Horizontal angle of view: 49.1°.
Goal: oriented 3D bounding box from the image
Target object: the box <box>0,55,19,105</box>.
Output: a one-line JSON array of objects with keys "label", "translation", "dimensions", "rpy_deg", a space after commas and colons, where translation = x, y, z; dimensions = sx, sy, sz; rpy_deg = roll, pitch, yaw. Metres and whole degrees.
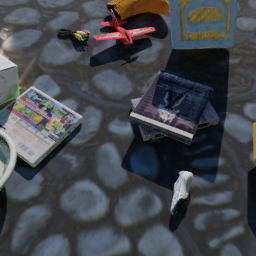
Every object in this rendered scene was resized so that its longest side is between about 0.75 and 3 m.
[{"label": "box", "translation": [-5.297, -1.559, 8.727], "dimensions": [2.429, 1.331, 2.753], "rpy_deg": [33, 43, 20]}]

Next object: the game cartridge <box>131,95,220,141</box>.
[{"label": "game cartridge", "translation": [1.460, -0.558, 9.019], "dimensions": [2.479, 0.476, 1.607], "rpy_deg": [-13, 58, -9]}]

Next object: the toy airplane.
[{"label": "toy airplane", "translation": [-0.324, -3.965, 11.433], "dimensions": [2.579, 0.474, 2.579], "rpy_deg": [3, 52, -4]}]

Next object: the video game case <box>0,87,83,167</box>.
[{"label": "video game case", "translation": [-2.983, -0.149, 8.801], "dimensions": [2.337, 0.269, 2.129], "rpy_deg": [30, 59, 21]}]

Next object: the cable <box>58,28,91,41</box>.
[{"label": "cable", "translation": [-2.183, -3.969, 11.506], "dimensions": [1.480, 0.372, 0.719], "rpy_deg": [27, 58, 18]}]

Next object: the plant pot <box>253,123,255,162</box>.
[{"label": "plant pot", "translation": [4.340, 0.401, 7.314], "dimensions": [1.382, 1.423, 1.391], "rpy_deg": [31, 51, -16]}]

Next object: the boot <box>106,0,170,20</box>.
[{"label": "boot", "translation": [0.409, -5.155, 12.172], "dimensions": [2.523, 0.888, 1.806], "rpy_deg": [36, 67, 28]}]

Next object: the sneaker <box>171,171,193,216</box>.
[{"label": "sneaker", "translation": [1.370, 1.717, 7.402], "dimensions": [0.445, 0.441, 1.228], "rpy_deg": [-4, 51, 45]}]

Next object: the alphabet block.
[{"label": "alphabet block", "translation": [2.738, -4.369, 10.040], "dimensions": [2.246, 2.258, 2.299], "rpy_deg": [3, 42, 15]}]

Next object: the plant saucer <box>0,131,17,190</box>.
[{"label": "plant saucer", "translation": [-4.330, 1.212, 7.408], "dimensions": [2.876, 0.722, 2.876], "rpy_deg": [-2, 47, 2]}]

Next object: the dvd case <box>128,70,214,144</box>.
[{"label": "dvd case", "translation": [1.415, -0.771, 8.729], "dimensions": [1.918, 0.206, 2.579], "rpy_deg": [21, 52, 15]}]
